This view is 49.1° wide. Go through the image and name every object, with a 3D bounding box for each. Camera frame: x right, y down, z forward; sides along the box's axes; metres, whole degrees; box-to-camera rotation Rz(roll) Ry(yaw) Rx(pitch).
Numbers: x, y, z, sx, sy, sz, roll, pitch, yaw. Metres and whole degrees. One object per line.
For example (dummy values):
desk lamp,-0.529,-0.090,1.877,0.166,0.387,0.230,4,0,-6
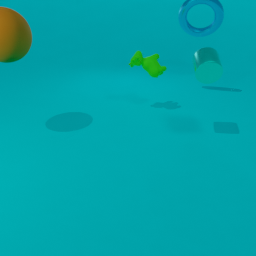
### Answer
ring,2.583,-3.961,9.955,1.578,1.578,0.316,7,51,13
ball,-3.258,-2.433,7.369,1.398,1.398,1.398,0,28,0
cylinder,2.111,-1.663,7.459,0.708,0.708,0.708,2,47,3
cow figurine,0.624,-2.077,9.260,1.055,0.589,1.072,-27,83,-27
